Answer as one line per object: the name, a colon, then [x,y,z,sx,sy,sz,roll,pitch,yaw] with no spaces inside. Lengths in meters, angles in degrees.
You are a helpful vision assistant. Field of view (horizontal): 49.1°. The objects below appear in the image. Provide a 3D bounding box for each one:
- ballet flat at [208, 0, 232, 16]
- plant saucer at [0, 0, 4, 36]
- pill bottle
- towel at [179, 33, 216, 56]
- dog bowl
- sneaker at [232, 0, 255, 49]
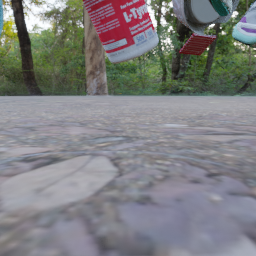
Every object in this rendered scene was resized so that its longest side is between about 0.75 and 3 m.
ballet flat: [1.585,-2.509,5.058,0.440,0.440,1.227,6,-11,37]
plant saucer: [-2.819,-1.919,3.800,0.407,2.266,2.266,-7,3,30]
pill bottle: [-0.281,-2.830,6.486,1.328,2.366,1.328,-21,24,10]
towel: [2.349,-2.838,9.563,0.845,0.131,1.168,2,-16,-13]
dog bowl: [2.025,-3.535,7.215,2.140,2.140,0.627,-6,31,-36]
sneaker: [3.052,-1.885,5.180,1.832,1.281,0.712,32,23,11]
